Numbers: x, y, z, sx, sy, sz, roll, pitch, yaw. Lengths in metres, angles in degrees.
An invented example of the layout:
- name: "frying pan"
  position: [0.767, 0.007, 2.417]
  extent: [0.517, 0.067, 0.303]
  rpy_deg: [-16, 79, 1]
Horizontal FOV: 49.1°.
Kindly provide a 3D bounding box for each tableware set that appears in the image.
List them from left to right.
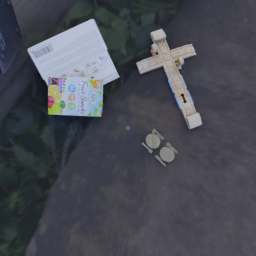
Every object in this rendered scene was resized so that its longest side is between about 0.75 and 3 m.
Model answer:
- name: "tableware set"
  position: [0.836, 0.488, 7.159]
  extent: [0.885, 0.177, 0.585]
  rpy_deg: [44, 123, 12]

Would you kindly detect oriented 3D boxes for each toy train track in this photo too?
- name: "toy train track"
  position: [1.273, -1.382, 7.438]
  extent: [1.652, 0.469, 2.881]
  rpy_deg: [-20, 81, -3]

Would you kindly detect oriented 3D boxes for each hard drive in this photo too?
- name: "hard drive"
  position: [-3.086, -2.342, 6.629]
  extent: [0.458, 1.461, 2.165]
  rpy_deg: [-6, 40, -2]

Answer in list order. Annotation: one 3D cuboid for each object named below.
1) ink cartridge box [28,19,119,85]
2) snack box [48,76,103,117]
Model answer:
- name: "ink cartridge box"
  position: [-1.420, -1.733, 7.531]
  extent: [1.883, 0.421, 1.659]
  rpy_deg: [-26, 106, -5]
- name: "snack box"
  position: [-1.345, -0.814, 7.235]
  extent: [1.366, 0.362, 0.971]
  rpy_deg: [3, 100, -1]
